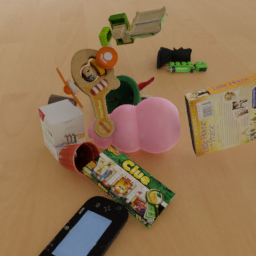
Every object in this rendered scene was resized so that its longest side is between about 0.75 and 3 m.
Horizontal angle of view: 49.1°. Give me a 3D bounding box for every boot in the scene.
[{"bbox_3d":[2.216,-3.362,13.380,1.575,0.711,1.922,9,37,10],"label":"boot"}]

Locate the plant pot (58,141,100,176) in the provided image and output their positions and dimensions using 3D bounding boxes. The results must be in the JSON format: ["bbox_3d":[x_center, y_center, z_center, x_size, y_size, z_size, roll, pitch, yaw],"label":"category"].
[{"bbox_3d":[-1.445,0.846,7.984,0.918,0.944,0.944,-2,30,43],"label":"plant pot"}]

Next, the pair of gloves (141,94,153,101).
[{"bbox_3d":[0.111,-1.048,10.889,1.486,0.261,1.263,16,42,20],"label":"pair of gloves"}]

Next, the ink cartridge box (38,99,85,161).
[{"bbox_3d":[-2.001,0.054,8.629,1.029,1.422,1.033,-22,44,-29],"label":"ink cartridge box"}]

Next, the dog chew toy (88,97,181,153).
[{"bbox_3d":[0.162,-0.009,8.602,2.762,1.720,1.720,-6,39,4],"label":"dog chew toy"}]

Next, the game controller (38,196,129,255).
[{"bbox_3d":[-1.002,2.522,6.362,1.229,0.496,2.356,21,43,24],"label":"game controller"}]

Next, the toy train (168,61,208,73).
[{"bbox_3d":[2.770,-2.790,12.941,1.858,0.388,0.524,-4,50,-4],"label":"toy train"}]

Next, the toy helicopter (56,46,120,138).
[{"bbox_3d":[-0.996,-0.947,7.784,1.673,2.530,0.998,-12,-2,-17],"label":"toy helicopter"}]

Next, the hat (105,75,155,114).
[{"bbox_3d":[0.169,-0.859,10.466,1.971,2.240,1.855,17,36,-56],"label":"hat"}]

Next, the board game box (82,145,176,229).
[{"bbox_3d":[0.016,1.464,7.453,2.290,0.269,1.200,35,48,18],"label":"board game box"}]

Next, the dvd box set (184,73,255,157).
[{"bbox_3d":[3.142,-0.412,7.797,2.922,2.138,0.430,-17,38,3],"label":"dvd box set"}]

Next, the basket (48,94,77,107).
[{"bbox_3d":[-2.414,-0.896,10.446,0.919,0.625,0.828,6,23,1],"label":"basket"}]

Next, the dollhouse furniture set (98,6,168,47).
[{"bbox_3d":[0.384,-3.883,11.734,2.680,1.345,1.756,-1,49,23],"label":"dollhouse furniture set"}]
